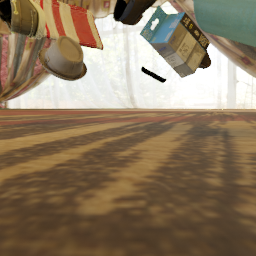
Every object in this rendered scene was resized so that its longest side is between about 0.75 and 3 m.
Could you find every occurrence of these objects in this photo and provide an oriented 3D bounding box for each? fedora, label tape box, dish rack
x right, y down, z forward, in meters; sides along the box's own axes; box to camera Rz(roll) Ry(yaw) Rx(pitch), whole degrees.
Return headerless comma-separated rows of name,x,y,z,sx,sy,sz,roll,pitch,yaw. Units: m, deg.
fedora,-1.707,-2.010,7.696,1.372,0.701,1.552,6,46,-28
label tape box,1.412,-2.581,8.102,1.878,1.354,0.594,40,-26,-22
dish rack,1.422,-2.903,12.099,1.235,1.611,0.439,28,15,-2

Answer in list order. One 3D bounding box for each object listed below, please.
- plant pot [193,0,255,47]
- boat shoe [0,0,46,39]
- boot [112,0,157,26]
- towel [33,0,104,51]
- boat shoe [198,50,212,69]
plant pot,2.906,-2.727,5.652,2.534,2.587,2.587,28,22,38
boat shoe,-3.041,-3.194,7.455,0.808,0.966,2.702,-5,39,-39
boot,0.292,-3.699,7.873,0.710,1.900,0.921,46,38,14
towel,-2.158,-3.523,9.198,2.678,1.929,0.305,3,-34,-35
boat shoe,2.285,-2.895,9.663,0.723,1.942,0.712,-39,5,-15
